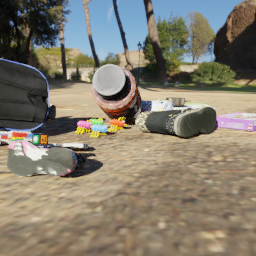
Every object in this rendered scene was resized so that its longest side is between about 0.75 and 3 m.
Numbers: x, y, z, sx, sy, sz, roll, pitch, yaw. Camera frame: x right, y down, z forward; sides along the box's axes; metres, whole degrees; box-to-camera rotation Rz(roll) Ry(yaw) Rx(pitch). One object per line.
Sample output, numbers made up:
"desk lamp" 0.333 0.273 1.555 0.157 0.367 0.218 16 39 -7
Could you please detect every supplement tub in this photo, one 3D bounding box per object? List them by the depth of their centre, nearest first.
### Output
"supplement tub" -0.374 -1.190 10.134 1.596 1.596 2.985 1 -11 9

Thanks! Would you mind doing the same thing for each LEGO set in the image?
"LEGO set" -1.915 0.206 5.984 1.774 0.583 2.375 0 -5 2

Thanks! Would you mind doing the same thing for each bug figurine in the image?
"bug figurine" -0.915 -0.090 9.427 1.418 0.470 1.828 4 10 23

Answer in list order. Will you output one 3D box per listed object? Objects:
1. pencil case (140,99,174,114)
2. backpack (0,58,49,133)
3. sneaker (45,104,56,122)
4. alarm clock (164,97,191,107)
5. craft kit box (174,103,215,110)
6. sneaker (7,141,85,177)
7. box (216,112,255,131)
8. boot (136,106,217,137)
"pencil case" 0.778 -0.737 11.728 2.284 0.949 1.036 7 -23 41
"backpack" -3.806 -0.852 8.399 2.597 2.377 1.909 7 -16 -27
"sneaker" -3.999 -0.666 12.125 1.377 0.725 1.906 4 11 8
"alarm clock" 2.275 -1.196 12.715 1.276 0.425 0.861 -3 9 -9
"craft kit box" 2.540 -0.830 13.597 2.737 0.672 2.771 3 10 3
"sneaker" -1.512 0.624 5.179 1.598 0.642 0.690 8 -5 25
"box" 4.473 -0.280 10.711 2.138 0.418 1.463 -9 13 -44
"boot" 1.649 -0.260 9.226 1.867 0.892 2.472 5 10 42
